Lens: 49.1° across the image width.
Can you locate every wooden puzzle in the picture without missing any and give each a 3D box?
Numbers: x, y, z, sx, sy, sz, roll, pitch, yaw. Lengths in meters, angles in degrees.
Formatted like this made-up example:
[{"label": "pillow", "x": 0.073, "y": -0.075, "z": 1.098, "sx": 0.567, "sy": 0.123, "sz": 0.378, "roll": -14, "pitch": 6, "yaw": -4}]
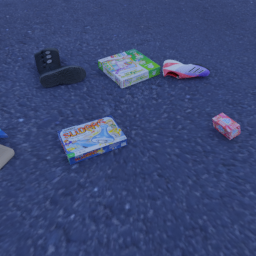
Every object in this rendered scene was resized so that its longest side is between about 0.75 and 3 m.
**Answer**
[{"label": "wooden puzzle", "x": -5.350, "y": 1.157, "z": 10.131, "sx": 1.937, "sy": 0.336, "sz": 2.871, "roll": 26, "pitch": 49, "yaw": 19}]

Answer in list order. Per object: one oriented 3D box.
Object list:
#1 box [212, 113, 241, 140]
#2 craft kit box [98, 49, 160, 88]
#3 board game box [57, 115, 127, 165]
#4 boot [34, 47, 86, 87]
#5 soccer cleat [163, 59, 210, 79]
[{"label": "box", "x": 3.899, "y": -0.084, "z": 11.120, "sx": 0.533, "sy": 0.492, "sz": 1.040, "roll": -29, "pitch": 40, "yaw": -7}, {"label": "craft kit box", "x": 0.035, "y": -3.174, "z": 14.643, "sx": 2.400, "sy": 0.582, "sz": 2.370, "roll": -25, "pitch": 51, "yaw": -24}, {"label": "board game box", "x": -1.390, "y": 0.397, "z": 10.855, "sx": 2.293, "sy": 0.395, "sz": 1.552, "roll": -19, "pitch": 46, "yaw": -19}, {"label": "boot", "x": -3.581, "y": -3.299, "z": 14.576, "sx": 2.318, "sy": 0.923, "sz": 2.812, "roll": -11, "pitch": 40, "yaw": -14}, {"label": "soccer cleat", "x": 2.942, "y": -2.818, "z": 14.196, "sx": 2.393, "sy": 0.816, "sz": 0.876, "roll": 11, "pitch": 72, "yaw": 1}]
